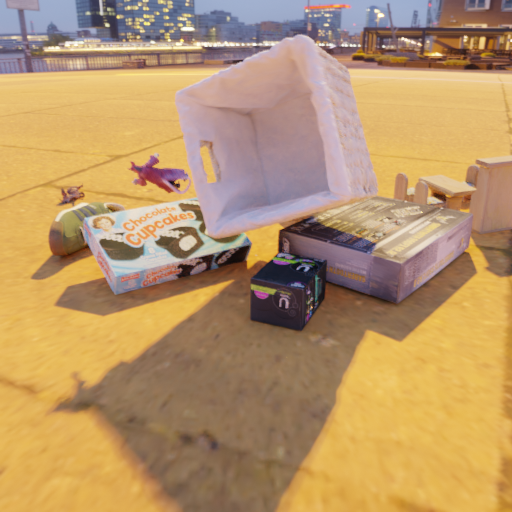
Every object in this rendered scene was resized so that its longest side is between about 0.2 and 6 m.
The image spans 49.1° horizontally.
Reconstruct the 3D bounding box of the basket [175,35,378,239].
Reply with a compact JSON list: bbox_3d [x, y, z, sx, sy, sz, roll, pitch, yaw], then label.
[{"bbox_3d":[0.446,-1.882,9.580,2.635,2.611,2.119,-14,0,31],"label":"basket"}]

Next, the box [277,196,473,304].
[{"bbox_3d":[2.284,-0.304,10.516,2.455,0.749,3.099,17,29,36],"label":"box"}]

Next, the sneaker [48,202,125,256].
[{"bbox_3d":[-3.301,-0.645,11.299,1.007,0.752,2.243,-3,20,4],"label":"sneaker"}]

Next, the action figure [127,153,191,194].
[{"bbox_3d":[-1.559,-1.200,8.649,0.916,0.613,0.682,14,25,-32],"label":"action figure"}]

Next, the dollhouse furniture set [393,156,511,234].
[{"bbox_3d":[4.705,-1.655,12.667,2.185,1.548,2.379,-8,25,-19],"label":"dollhouse furniture set"}]

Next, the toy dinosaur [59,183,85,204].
[{"bbox_3d":[-4.635,-1.598,14.073,0.577,0.366,0.852,-11,20,-9],"label":"toy dinosaur"}]

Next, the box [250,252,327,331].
[{"bbox_3d":[0.516,0.516,8.686,0.869,0.727,1.170,10,25,22],"label":"box"}]

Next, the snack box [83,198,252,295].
[{"bbox_3d":[-1.591,-0.291,10.196,2.645,0.491,1.537,-15,50,-30],"label":"snack box"}]
